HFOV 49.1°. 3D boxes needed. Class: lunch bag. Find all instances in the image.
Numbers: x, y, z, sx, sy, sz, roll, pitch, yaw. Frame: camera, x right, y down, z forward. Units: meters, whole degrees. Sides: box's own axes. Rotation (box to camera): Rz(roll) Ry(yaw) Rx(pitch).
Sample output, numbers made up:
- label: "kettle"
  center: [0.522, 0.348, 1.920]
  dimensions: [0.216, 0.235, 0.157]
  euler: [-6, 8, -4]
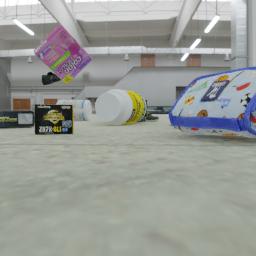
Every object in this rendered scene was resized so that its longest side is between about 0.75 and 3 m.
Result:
- label: "lunch bag"
  center: [2.654, -0.557, 6.572]
  dimensions: [2.731, 1.691, 2.322]
  euler: [-19, 13, -29]

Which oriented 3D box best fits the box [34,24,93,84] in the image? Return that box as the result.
- label: "box"
  center: [-2.425, -2.747, 10.522]
  dimensions: [1.611, 1.417, 0.779]
  euler: [45, 3, -33]

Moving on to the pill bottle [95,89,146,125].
- label: "pill bottle"
  center: [-0.306, -0.931, 12.654]
  dimensions: [1.576, 1.576, 2.802]
  euler: [1, 5, 22]

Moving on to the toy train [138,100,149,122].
- label: "toy train"
  center: [-0.116, -0.938, 14.882]
  dimensions: [2.493, 1.421, 1.062]
  euler: [-4, 38, 9]

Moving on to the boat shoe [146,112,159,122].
- label: "boat shoe"
  center: [1.007, -0.673, 16.617]
  dimensions: [1.861, 0.560, 0.663]
  euler: [2, 4, 35]

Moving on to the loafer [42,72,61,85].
- label: "loafer"
  center: [-3.322, -2.239, 12.299]
  dimensions: [0.475, 0.491, 1.398]
  euler: [-5, 18, 18]

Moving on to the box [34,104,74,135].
- label: "box"
  center: [-1.981, -0.236, 7.539]
  dimensions: [1.015, 0.811, 0.251]
  euler: [0, 4, -14]

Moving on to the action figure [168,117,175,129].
- label: "action figure"
  center: [1.999, -0.319, 10.137]
  dimensions: [0.787, 0.676, 1.324]
  euler: [34, 65, 32]

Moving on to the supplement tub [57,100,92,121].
- label: "supplement tub"
  center: [-3.386, -1.114, 17.681]
  dimensions: [2.004, 1.322, 1.322]
  euler: [2, 4, 9]

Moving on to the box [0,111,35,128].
- label: "box"
  center: [-4.997, -0.348, 10.631]
  dimensions: [2.511, 0.641, 1.980]
  euler: [-1, 3, -27]
